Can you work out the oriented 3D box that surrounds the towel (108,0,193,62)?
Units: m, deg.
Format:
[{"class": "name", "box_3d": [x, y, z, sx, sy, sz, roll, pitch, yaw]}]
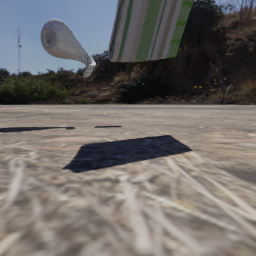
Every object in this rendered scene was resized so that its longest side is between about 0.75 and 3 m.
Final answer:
[{"class": "towel", "box_3d": [0.613, -2.596, 6.964, 2.513, 1.875, 0.386, -17, 44, -43]}]

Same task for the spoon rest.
[{"class": "spoon rest", "box_3d": [-2.132, -2.806, 9.998, 2.661, 1.322, 0.807, 43, 28, 14]}]
